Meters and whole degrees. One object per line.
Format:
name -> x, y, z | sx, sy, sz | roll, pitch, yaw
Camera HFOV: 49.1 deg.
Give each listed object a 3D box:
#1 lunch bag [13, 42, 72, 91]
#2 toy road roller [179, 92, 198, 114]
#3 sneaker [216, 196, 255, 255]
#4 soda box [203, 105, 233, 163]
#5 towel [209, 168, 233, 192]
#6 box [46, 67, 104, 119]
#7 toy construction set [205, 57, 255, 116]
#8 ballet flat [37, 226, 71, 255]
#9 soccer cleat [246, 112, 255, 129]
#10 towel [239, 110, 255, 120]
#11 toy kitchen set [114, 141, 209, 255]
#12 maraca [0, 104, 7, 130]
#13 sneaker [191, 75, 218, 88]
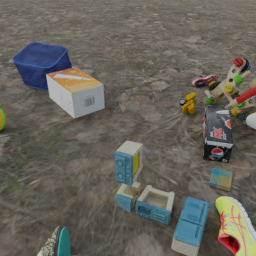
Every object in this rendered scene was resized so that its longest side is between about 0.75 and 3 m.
lunch bag -> -4.079, -2.853, 13.562 | 2.658, 1.759, 1.806 | 16, 52, 21
toy road roller -> 2.605, -0.963, 11.534 | 0.889, 0.546, 0.649 | -37, 50, -6
sneaker -> 2.403, 2.319, 6.492 | 0.810, 0.701, 1.793 | -8, 34, -8
soda box -> 3.106, 0.120, 9.802 | 0.873, 0.782, 2.468 | 7, 34, 11
towel -> 2.751, 1.523, 8.281 | 0.605, 0.090, 0.826 | 12, 36, 18
box -> -2.287, -1.593, 12.087 | 1.496, 1.172, 2.405 | -23, 39, -31
toy construction set -> 4.184, -1.255, 11.146 | 2.432, 2.240, 2.916 | 57, 30, 3
ballet flat -> -1.453, 2.986, 5.336 | 0.946, 0.853, 2.514 | -19, 34, -11
soccer cleat -> 5.488, -0.004, 10.008 | 2.384, 0.818, 1.015 | 16, 32, 15
towel -> 4.957, -0.617, 11.575 | 0.782, 0.116, 1.067 | 9, 35, 13
toy kitchen set -> 0.731, 1.562, 6.586 | 2.296, 1.839, 1.353 | 13, 34, 19
maraca -> -4.952, -0.397, 10.521 | 0.800, 0.624, 1.167 | -28, 68, 14
sneaker -> 3.845, -2.405, 13.931 | 1.385, 0.558, 0.517 | -9, 32, -13
